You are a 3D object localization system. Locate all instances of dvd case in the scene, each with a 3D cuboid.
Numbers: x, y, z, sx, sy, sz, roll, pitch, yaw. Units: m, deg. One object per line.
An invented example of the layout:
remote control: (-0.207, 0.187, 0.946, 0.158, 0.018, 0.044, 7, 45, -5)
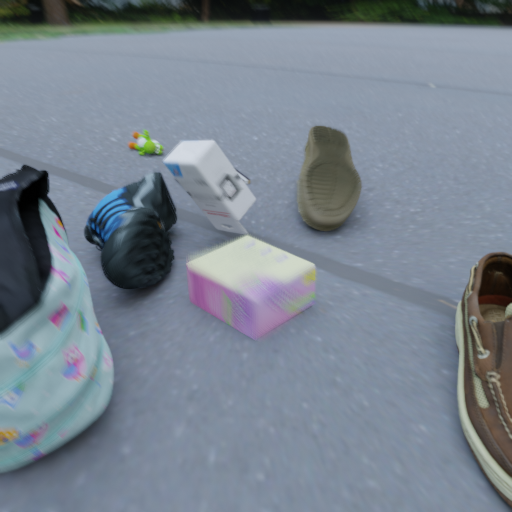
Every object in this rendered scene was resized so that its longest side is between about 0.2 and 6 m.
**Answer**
dvd case: (-0.919, -1.584, 11.534, 1.329, 0.106, 0.988, -12, 30, -22)

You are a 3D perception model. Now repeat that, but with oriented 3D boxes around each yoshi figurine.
yoshi figurine: (-2.622, -2.624, 13.170, 0.973, 0.547, 0.545, 24, 51, 33)

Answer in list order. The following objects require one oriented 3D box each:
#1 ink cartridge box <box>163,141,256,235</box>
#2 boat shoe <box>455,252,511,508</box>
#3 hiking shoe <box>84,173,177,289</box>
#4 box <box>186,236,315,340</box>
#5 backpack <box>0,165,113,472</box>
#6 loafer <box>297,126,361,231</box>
ink cartridge box: (-0.627, -1.037, 8.567, 0.867, 1.497, 0.499, 13, 58, 48)
boat shoe: (2.536, 0.979, 5.368, 1.199, 1.201, 3.246, 2, 27, 4)
hiking shoe: (-1.928, -0.254, 8.248, 1.254, 1.076, 2.892, -18, 24, 7)
box: (-0.069, 0.360, 7.203, 1.254, 0.606, 1.103, 24, 37, 40)
backpack: (-2.544, 0.556, 5.401, 2.388, 1.811, 2.862, -35, 38, -12)
loafer: (1.276, -1.313, 10.152, 1.064, 0.943, 2.797, 12, 43, 1)
